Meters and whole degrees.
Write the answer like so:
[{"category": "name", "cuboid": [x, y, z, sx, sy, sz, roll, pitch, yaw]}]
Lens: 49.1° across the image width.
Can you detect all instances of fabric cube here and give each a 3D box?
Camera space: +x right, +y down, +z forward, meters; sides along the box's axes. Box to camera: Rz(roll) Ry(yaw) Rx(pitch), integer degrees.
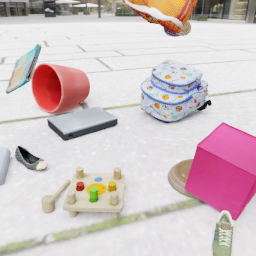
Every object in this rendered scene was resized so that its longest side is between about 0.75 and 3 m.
[{"category": "fabric cube", "cuboid": [1.995, 0.795, 5.523, 1.170, 1.189, 1.193, 29, 41, 31]}]

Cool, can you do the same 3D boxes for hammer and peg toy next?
[{"category": "hammer and peg toy", "cuboid": [-0.867, 1.226, 5.614, 1.590, 0.561, 1.170, 1, 25, 3]}]

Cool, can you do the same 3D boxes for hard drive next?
[{"category": "hard drive", "cuboid": [-1.439, -0.194, 8.929, 1.863, 0.306, 1.300, -17, 30, -32]}]

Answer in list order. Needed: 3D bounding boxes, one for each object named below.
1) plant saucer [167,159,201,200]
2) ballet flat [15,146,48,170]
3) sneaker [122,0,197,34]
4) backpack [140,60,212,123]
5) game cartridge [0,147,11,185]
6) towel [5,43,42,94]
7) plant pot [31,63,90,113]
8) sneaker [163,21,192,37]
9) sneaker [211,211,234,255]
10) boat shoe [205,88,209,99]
[{"category": "plant saucer", "cuboid": [1.625, 1.089, 6.336, 1.447, 0.213, 1.447, 0, 24, 0]}, {"category": "ballet flat", "cuboid": [-2.420, 0.755, 6.885, 1.169, 0.332, 0.389, 17, 30, 32]}, {"category": "sneaker", "cuboid": [0.706, -3.233, 6.933, 1.094, 1.156, 2.998, 20, 19, -40]}, {"category": "backpack", "cuboid": [1.474, -1.219, 9.553, 2.202, 1.696, 2.097, 27, 54, 35]}, {"category": "game cartridge", "cuboid": [-3.859, 0.994, 6.344, 2.109, 0.438, 1.404, -6, 22, -13]}, {"category": "towel", "cuboid": [-2.615, -1.427, 6.911, 0.152, 1.026, 1.399, 26, -23, -38]}, {"category": "plant pot", "cuboid": [-2.381, -1.511, 10.326, 1.787, 1.787, 1.581, 19, 21, 34]}, {"category": "sneaker", "cuboid": [1.277, -3.997, 10.058, 2.073, 0.727, 1.125, 36, 9, -10]}, {"category": "sneaker", "cuboid": [1.580, 1.760, 4.654, 0.310, 0.415, 0.924, 8, 26, 17]}, {"category": "boat shoe", "cuboid": [2.212, -1.293, 10.781, 1.884, 0.582, 0.686, -15, 30, -10]}]
